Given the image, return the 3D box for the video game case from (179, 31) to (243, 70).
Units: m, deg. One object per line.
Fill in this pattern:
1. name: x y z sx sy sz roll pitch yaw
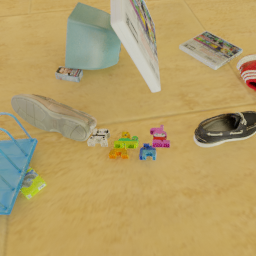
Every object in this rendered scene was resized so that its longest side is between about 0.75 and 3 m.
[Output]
1. video game case: 3.346 -3.205 11.366 1.737 0.219 1.906 -33 56 -24

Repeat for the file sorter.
1. file sorter: -3.563 0.843 7.033 1.540 1.361 2.219 -4 49 13

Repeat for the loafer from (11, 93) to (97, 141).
1. loafer: -2.262 -0.414 8.680 2.705 0.972 0.850 23 36 10

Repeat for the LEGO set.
1. LEGO set: 0.081 0.339 8.024 2.235 0.852 0.917 1 47 9

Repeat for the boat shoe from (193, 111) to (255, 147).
1. boat shoe: 3.088 -0.112 8.432 2.359 0.712 0.872 -13 51 -11

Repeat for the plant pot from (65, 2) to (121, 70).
1. plant pot: -1.150 -3.239 10.297 1.887 1.853 1.847 11 40 -3

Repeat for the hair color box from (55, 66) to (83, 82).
1. hair color box: -2.162 -1.976 10.289 0.900 0.273 0.446 10 51 9

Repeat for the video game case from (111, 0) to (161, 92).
1. video game case: 0.251 -2.828 7.685 0.339 2.951 2.688 -12 62 20

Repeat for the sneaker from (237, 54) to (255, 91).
1. sneaker: 5.382 -1.883 9.906 2.695 1.056 1.557 -8 58 9

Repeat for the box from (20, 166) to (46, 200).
1. box: -2.725 1.377 7.503 0.980 0.234 0.598 36 59 26
